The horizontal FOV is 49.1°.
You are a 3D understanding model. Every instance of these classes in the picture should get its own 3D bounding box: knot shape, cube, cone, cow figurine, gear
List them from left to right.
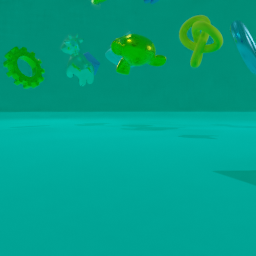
[{"bbox_3d":[-3.521,-2.059,9.578,0.264,1.427,1.427,-18,-7,33],"label":"gear"},{"bbox_3d":[-1.871,-2.610,10.645,1.637,1.611,0.899,37,42,26],"label":"cow figurine"},{"bbox_3d":[-1.756,-2.563,11.709,0.751,0.751,0.751,-41,-8,-38],"label":"cube"},{"bbox_3d":[-0.090,-3.084,10.416,1.212,1.217,1.212,16,-11,3],"label":"cone"},{"bbox_3d":[2.665,-3.165,10.530,0.904,1.830,1.955,-10,34,-16],"label":"knot shape"}]

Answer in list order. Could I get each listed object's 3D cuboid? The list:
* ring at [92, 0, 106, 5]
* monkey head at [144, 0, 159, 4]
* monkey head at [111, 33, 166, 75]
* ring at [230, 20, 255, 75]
[{"bbox_3d":[-0.634,-4.414,9.201,1.241,0.248,1.241,-24,21,10],"label":"ring"},{"bbox_3d":[0.581,-3.443,6.738,1.093,0.786,0.658,35,-15,43],"label":"monkey head"},{"bbox_3d":[0.164,-2.284,8.982,1.979,1.424,1.193,9,23,-29],"label":"monkey head"},{"bbox_3d":[3.245,-2.189,7.615,0.321,1.603,1.603,-26,-11,32],"label":"ring"}]
